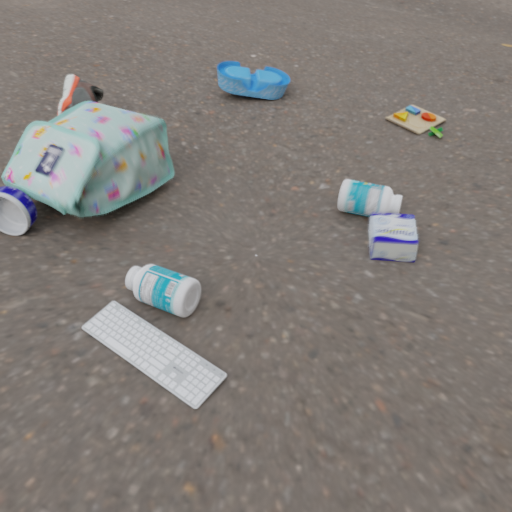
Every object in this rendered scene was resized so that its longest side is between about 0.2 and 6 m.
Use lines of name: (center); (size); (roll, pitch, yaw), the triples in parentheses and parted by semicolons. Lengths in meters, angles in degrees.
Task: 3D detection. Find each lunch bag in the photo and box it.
lunch bag: (-3.869, -2.130, 12.778); (2.624, 1.878, 3.080); (21, 45, 29)

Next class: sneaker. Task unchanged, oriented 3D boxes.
sneaker: (-4.674, -3.688, 15.092); (1.277, 1.202, 3.118); (10, 55, -19)

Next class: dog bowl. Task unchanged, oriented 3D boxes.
dog bowl: (-5.298, -0.969, 12.087); (1.039, 1.039, 0.409); (9, 39, 11)
dog bowl: (-0.116, -5.452, 17.500); (2.306, 0.572, 1.285); (5, 42, -10)

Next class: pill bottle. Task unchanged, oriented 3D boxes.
pill bottle: (2.568, -1.252, 12.622); (1.350, 0.748, 0.748); (13, 42, 15)
pill bottle: (-1.763, 0.603, 10.456); (1.346, 0.746, 0.746); (18, 43, 21)

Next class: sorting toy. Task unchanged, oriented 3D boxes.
sorting toy: (4.835, -3.892, 16.160); (1.359, 0.271, 1.838); (-27, 46, -28)

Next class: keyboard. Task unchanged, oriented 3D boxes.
keyboard: (-1.818, 1.640, 9.681); (2.824, 0.151, 0.795); (26, 47, 28)

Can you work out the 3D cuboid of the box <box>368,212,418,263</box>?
box: (2.870, -0.401, 11.791); (0.932, 0.532, 1.013); (3, 42, 5)
